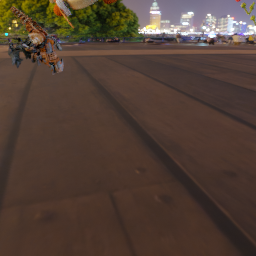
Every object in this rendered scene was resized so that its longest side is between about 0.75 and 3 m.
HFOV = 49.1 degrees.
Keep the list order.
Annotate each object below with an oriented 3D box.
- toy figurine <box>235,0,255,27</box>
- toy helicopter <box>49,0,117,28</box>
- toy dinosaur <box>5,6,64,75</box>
[{"bbox_3d":[2.570,-2.892,5.213,0.900,1.705,1.022,-43,12,-17],"label":"toy figurine"},{"bbox_3d":[-0.885,-2.095,4.432,1.576,0.622,1.042,25,72,45],"label":"toy helicopter"},{"bbox_3d":[-2.115,-1.941,6.409,1.079,1.590,0.812,-20,4,22],"label":"toy dinosaur"}]
